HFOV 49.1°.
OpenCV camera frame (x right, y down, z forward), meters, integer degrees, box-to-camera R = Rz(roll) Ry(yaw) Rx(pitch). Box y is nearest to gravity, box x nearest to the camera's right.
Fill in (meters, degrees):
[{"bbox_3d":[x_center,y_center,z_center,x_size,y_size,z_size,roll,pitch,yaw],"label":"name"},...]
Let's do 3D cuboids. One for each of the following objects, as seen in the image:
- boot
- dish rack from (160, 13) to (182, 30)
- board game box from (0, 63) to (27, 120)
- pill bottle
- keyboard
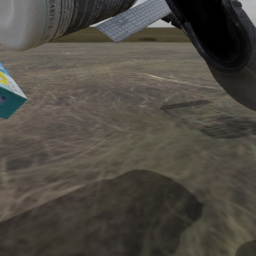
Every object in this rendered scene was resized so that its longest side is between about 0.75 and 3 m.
[{"bbox_3d":[1.032,-0.766,2.845,0.748,2.144,1.411,-40,11,27],"label":"boot"},{"bbox_3d":[1.965,-4.019,8.652,2.107,0.749,2.747,19,-14,-18],"label":"dish rack"},{"bbox_3d":[-1.012,-0.432,1.454,0.666,0.207,0.882,49,4,17],"label":"board game box"},{"bbox_3d":[-0.761,-2.427,4.235,1.689,1.689,2.987,16,40,37],"label":"pill bottle"},{"bbox_3d":[0.183,-1.704,4.278,0.428,0.081,1.521,43,57,13],"label":"keyboard"}]
